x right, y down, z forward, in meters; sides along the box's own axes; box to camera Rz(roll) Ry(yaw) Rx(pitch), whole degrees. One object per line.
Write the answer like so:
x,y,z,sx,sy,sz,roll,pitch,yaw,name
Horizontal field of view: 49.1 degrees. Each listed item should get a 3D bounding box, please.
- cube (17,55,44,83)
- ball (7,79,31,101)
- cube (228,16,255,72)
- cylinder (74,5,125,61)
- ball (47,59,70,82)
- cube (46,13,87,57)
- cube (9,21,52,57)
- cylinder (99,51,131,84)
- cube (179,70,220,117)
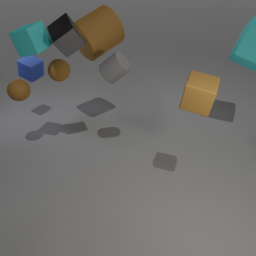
-3.759,-2.315,10.845,0.700,0.700,0.700,27,45,14,cube
-3.433,-1.191,8.799,0.700,0.700,0.700,0,30,0,ball
4.648,-2.888,9.995,1.400,1.400,1.400,27,11,7,cube
-1.071,-3.309,9.792,1.400,1.400,1.400,-38,43,-17,cylinder
-2.161,-1.808,8.776,0.700,0.700,0.700,0,30,0,ball
-1.688,-2.530,7.679,0.700,0.700,0.700,-32,59,10,cube
-2.674,-2.451,7.730,0.700,0.700,0.700,-1,36,27,cube
-0.379,-1.783,8.269,0.700,0.700,0.700,-33,19,26,cylinder
1.676,-0.814,6.567,0.700,0.700,0.700,18,45,11,cube
